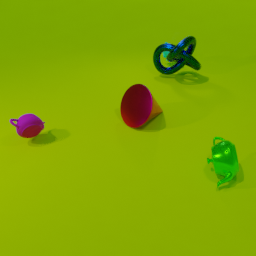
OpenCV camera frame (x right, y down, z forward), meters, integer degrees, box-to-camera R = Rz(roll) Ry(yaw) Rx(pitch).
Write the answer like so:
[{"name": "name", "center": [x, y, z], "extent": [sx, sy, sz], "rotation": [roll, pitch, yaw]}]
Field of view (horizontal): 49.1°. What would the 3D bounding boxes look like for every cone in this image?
[{"name": "cone", "center": [0.684, -0.608, 8.791], "extent": [1.327, 1.322, 1.322], "rotation": [7, 21, -44]}]

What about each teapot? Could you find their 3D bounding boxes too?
[{"name": "teapot", "center": [-2.673, -0.093, 7.633], "extent": [1.160, 0.721, 0.568], "rotation": [10, 39, -53]}, {"name": "teapot", "center": [2.195, 0.767, 6.519], "extent": [0.681, 0.865, 1.391], "rotation": [-9, 50, 17]}]

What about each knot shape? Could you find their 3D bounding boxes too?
[{"name": "knot shape", "center": [2.146, -2.793, 11.241], "extent": [1.855, 1.983, 0.916], "rotation": [17, 66, -32]}]

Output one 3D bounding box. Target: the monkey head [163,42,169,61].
[{"name": "monkey head", "center": [1.997, -3.410, 12.736], "extent": [0.746, 0.625, 1.037], "rotation": [-32, 80, -39]}]
